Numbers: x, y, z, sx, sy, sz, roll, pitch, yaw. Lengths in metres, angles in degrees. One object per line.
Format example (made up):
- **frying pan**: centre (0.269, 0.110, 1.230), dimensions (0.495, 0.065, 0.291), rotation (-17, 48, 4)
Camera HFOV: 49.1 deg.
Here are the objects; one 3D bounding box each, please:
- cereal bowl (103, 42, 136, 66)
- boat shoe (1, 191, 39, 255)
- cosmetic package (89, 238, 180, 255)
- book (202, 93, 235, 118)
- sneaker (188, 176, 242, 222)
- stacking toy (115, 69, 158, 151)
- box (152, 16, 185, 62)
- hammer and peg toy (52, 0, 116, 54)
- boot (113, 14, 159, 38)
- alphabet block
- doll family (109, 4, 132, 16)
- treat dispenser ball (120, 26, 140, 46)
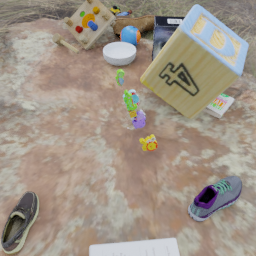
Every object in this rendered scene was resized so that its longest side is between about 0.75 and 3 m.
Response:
- **cereal bowl**: centre (-0.356, -3.142, 12.187), dimensions (1.451, 0.604, 1.451), rotation (0, 44, 0)
- **boat shoe**: centre (-2.573, 2.171, 6.753), dimensions (0.584, 0.517, 1.595), rotation (1, 44, 1)
- **cosmetic package**: centre (0.156, 3.055, 5.211), dimensions (1.670, 1.389, 1.398), rotation (-3, 44, -4)
- **book**: centre (3.233, -0.864, 10.112), dimensions (0.792, 0.285, 1.185), rotation (30, 50, 23)
- **sneaker**: centre (2.330, 1.647, 7.095), dimensions (1.821, 0.797, 0.678), rotation (-29, 51, -26)
- **stacking toy**: centre (0.241, -0.557, 8.337), dimensions (0.510, 2.170, 1.636), rotation (-22, 36, 2)
- **box**: centre (1.948, -3.690, 11.928), dimensions (1.756, 1.742, 1.082), rotation (2, 44, 2)
- **hammer and peg toy**: centre (-2.037, -4.584, 13.031), dimensions (2.821, 0.995, 2.075), rotation (-45, 66, 11)
- **boot**: centre (0.629, -5.010, 14.099), dimensions (2.794, 1.028, 1.054), rotation (-6, 69, -6)
- **alphabet block**: centre (2.162, -2.139, 9.201), dimensions (2.284, 2.326, 2.272), rotation (38, 47, -3)
- **doll family**: centre (-0.556, -6.286, 15.439), dimensions (1.806, 0.709, 1.044), rotation (38, 51, 26)
- **treat dispenser ball**: centre (0.102, -4.263, 13.105), dimensions (0.960, 0.960, 0.960), rotation (0, 44, 0)
